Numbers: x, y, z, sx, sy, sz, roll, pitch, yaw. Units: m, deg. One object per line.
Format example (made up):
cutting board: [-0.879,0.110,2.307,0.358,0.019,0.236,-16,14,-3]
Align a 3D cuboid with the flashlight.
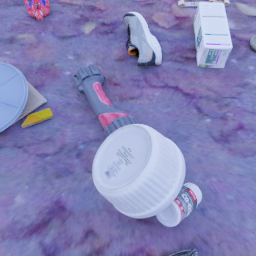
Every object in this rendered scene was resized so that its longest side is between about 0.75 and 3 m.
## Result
flashlight: [-0.667,-0.785,8.545,1.013,1.009,2.980,-44,54,23]

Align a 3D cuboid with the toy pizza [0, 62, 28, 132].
toy pizza: [-4.342,-0.871,8.697,2.645,0.419,2.645,-2,67,5]

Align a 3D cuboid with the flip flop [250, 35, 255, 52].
flip flop: [5.626,-2.909,10.001,2.389,0.688,0.969,23,61,14]

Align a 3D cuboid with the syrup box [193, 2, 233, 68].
syrup box: [3.008,-3.389,10.138,0.988,0.955,2.427,4,59,2]

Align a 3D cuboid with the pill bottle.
pill bottle: [1.248,1.800,6.766,0.706,0.706,1.239,45,36,24]

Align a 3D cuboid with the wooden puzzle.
wooden puzzle: [-3.564,-0.821,8.965,1.627,0.282,2.412,-31,62,-22]

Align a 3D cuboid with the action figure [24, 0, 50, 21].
action figure: [-3.827,-5.463,11.625,0.981,0.775,2.999,-13,61,-11]

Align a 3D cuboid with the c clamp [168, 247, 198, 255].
c clamp: [1.815,3.719,6.115,2.614,0.354,2.233,40,71,20]

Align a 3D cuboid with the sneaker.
sneaker: [0.316,-3.232,10.075,1.036,0.966,2.613,-21,60,-7]

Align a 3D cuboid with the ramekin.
ramekin: [0.153,0.881,6.382,2.063,1.083,2.063,-23,45,26]

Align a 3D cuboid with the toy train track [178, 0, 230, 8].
toy train track: [3.185,-5.283,11.697,2.154,0.350,1.235,-2,58,-1]
